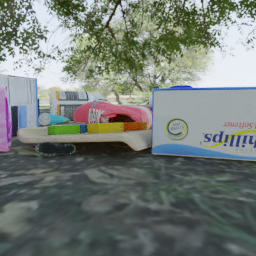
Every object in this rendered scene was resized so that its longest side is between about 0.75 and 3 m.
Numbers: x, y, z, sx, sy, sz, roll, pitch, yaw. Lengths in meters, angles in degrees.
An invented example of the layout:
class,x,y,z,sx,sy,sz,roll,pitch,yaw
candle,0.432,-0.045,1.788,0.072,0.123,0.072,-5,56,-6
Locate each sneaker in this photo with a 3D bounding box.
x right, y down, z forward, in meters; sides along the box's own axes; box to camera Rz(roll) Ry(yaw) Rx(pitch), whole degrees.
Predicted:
class,x,y,z,sx,sy,sz,roll,pitch,yaw
sneaker,-1.448,0.441,5.585,0.773,0.292,0.306,5,-9,-25
sneaker,-0.700,-0.406,9.408,2.991,1.102,1.297,3,8,22

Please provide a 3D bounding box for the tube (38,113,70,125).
class,x,y,z,sx,sy,sz,roll,pitch,yaw
tube,-3.289,-0.392,12.488,0.787,0.512,2.034,9,3,9

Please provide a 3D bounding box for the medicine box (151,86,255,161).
class,x,y,z,sx,sy,sz,roll,pitch,yaw
medicine box,2.010,-0.204,6.209,2.401,1.357,2.636,2,6,21

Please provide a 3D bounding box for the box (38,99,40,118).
class,x,y,z,sx,sy,sz,roll,pitch,yaw
box,-6.019,-1.003,14.690,1.944,1.160,1.976,2,6,18

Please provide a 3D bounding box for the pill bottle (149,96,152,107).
class,x,y,z,sx,sy,sz,roll,pitch,yaw
pill bottle,2.640,-1.414,16.881,2.723,1.526,1.526,0,6,6

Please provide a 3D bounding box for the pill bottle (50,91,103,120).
class,x,y,z,sx,sy,sz,roll,pitch,yaw
pill bottle,-2.694,-1.174,14.690,2.641,1.537,1.537,-2,6,-21

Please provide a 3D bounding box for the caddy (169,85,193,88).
class,x,y,z,sx,sy,sz,roll,pitch,yaw
caddy,2.528,-1.404,13.473,1.591,1.125,0.835,2,-38,28

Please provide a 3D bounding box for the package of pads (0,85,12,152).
class,x,y,z,sx,sy,sz,roll,pitch,yaw
package of pads,-3.650,-0.179,5.740,2.330,1.404,0.881,-2,7,-17

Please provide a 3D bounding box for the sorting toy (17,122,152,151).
class,x,y,z,sx,sy,sz,roll,pitch,yaw
sorting toy,-0.684,0.086,6.745,2.850,0.520,2.638,3,3,22

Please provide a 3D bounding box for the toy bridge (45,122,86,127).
class,x,y,z,sx,sy,sz,roll,pitch,yaw
toy bridge,-2.191,0.040,8.996,0.724,0.293,2.154,2,6,25

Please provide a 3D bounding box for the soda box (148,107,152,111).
class,x,y,z,sx,sy,sz,roll,pitch,yaw
soda box,0.710,-0.889,16.118,2.022,0.640,0.715,1,5,6

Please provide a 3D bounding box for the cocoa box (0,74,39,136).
class,x,y,z,sx,sy,sz,roll,pitch,yaw
cocoa box,-4.493,-0.733,8.896,2.746,1.831,1.802,2,6,20
